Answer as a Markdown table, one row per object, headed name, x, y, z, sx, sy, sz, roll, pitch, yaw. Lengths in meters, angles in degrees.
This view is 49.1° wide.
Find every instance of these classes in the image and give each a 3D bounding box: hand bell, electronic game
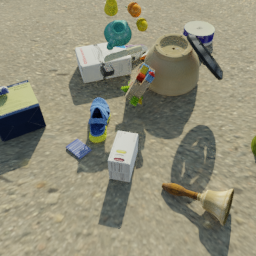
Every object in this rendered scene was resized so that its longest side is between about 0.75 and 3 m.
| name | x | y | z | sx | sy | sz | roll | pitch | yaw |
| --- | --- | --- | --- | --- | --- | --- | --- | --- | --- |
| hand bell | 2.121 | 2.172 | 8.984 | 2.200 | 1.145 | 1.145 | 14 | 48 | 29 |
| electronic game | 3.016 | -2.771 | 10.989 | 0.457 | 2.195 | 2.195 | -38 | 43 | 24 |

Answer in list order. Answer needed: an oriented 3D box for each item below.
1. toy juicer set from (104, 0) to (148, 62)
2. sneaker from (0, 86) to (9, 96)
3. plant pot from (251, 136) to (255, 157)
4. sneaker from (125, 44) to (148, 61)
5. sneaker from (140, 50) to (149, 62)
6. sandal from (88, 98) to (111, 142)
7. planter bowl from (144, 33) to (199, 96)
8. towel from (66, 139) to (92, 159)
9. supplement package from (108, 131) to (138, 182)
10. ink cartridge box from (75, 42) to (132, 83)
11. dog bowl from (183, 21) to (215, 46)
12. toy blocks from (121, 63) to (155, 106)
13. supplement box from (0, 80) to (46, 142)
| name | x | y | z | sx | sy | sz | roll | pitch | yaw |
| --- | --- | --- | --- | --- | --- | --- | --- | --- | --- |
| toy juicer set | -0.092 | -3.815 | 11.275 | 1.761 | 0.753 | 2.768 | 1 | 79 | -6 |
| sneaker | -5.035 | -1.283 | 10.709 | 0.908 | 0.367 | 0.524 | -3 | 51 | 6 |
| plant pot | 5.624 | 0.267 | 9.954 | 1.848 | 1.780 | 1.848 | 0 | 47 | 0 |
| sneaker | 0.416 | -3.943 | 14.658 | 0.622 | 0.828 | 1.662 | 9 | 20 | 44 |
| sneaker | 1.048 | -3.785 | 14.592 | 1.273 | 0.482 | 0.586 | -25 | 45 | -30 |
| sandal | -1.157 | -0.512 | 11.236 | 0.876 | 0.959 | 2.204 | -4 | 46 | -1 |
| planter bowl | 1.993 | -3.082 | 12.727 | 2.716 | 1.828 | 2.716 | -1 | 55 | 2 |
| towel | -1.879 | 0.789 | 10.636 | 0.846 | 0.101 | 0.613 | 35 | 54 | 26 |
| supplement package | -0.144 | 0.978 | 9.774 | 0.763 | 1.072 | 1.377 | 9 | 48 | 8 |
| ink cartridge box | -1.212 | -3.274 | 13.688 | 2.401 | 1.005 | 1.742 | -13 | 49 | -12 |
| dog bowl | 3.968 | -5.324 | 15.787 | 1.716 | 0.676 | 1.716 | 0 | 47 | 0 |
| toy blocks | 0.544 | -1.973 | 11.588 | 1.055 | 1.443 | 2.111 | 30 | 25 | -11 |
| supplement box | -4.508 | -0.726 | 11.235 | 1.802 | 1.210 | 1.800 | -22 | 51 | -19 |
